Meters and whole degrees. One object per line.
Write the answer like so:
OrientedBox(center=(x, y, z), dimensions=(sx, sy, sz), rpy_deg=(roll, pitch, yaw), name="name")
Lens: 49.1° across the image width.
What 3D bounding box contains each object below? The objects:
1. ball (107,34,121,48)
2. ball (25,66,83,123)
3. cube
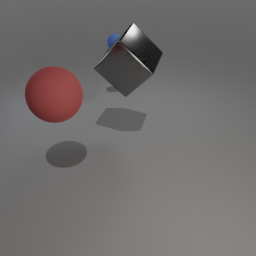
OrientedBox(center=(-0.528, -3.605, 11.786), dimensions=(0.700, 0.700, 0.700), rpy_deg=(0, 31, 0), name="ball")
OrientedBox(center=(-1.833, -0.827, 6.997), dimensions=(1.400, 1.400, 1.400), rpy_deg=(0, 31, 0), name="ball")
OrientedBox(center=(0.039, -2.157, 8.978), dimensions=(1.400, 1.400, 1.400), rpy_deg=(41, 44, -16), name="cube")
